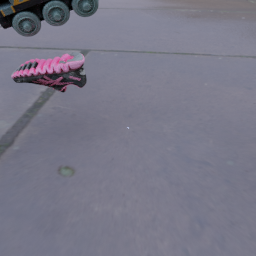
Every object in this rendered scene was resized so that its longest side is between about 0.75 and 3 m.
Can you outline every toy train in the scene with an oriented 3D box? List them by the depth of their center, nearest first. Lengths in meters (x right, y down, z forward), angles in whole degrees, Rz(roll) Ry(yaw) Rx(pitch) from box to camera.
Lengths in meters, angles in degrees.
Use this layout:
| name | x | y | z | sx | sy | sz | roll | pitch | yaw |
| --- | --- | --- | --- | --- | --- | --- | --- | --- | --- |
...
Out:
| name | x | y | z | sx | sy | sz | roll | pitch | yaw |
| --- | --- | --- | --- | --- | --- | --- | --- | --- | --- |
| toy train | -1.758 | -3.033 | 6.008 | 2.605 | 1.484 | 1.110 | -19 | 54 | 0 |

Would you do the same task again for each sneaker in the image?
| name | x | y | z | sx | sy | sz | roll | pitch | yaw |
| --- | --- | --- | --- | --- | --- | --- | --- | --- | --- |
| sneaker | -1.775 | -1.143 | 6.422 | 1.814 | 0.865 | 0.717 | -4 | 41 | 14 |
